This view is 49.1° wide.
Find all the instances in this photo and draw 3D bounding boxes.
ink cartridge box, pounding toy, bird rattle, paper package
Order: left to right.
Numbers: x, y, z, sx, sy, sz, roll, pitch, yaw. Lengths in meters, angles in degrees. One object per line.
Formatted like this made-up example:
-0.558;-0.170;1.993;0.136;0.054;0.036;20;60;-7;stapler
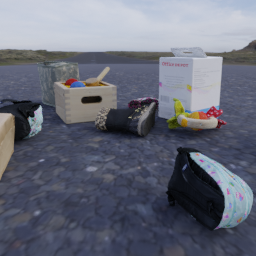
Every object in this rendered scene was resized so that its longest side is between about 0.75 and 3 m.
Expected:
-4.065;0.411;6.554;2.362;1.222;2.251;1;15;-14;paper package
-1.675;-1.553;12.246;2.760;1.962;2.541;-7;18;-23;pounding toy
2.524;-1.810;11.449;1.808;2.888;1.856;-11;20;-34;ink cartridge box
2.417;-0.223;9.708;2.064;1.163;1.683;13;16;1;bird rattle

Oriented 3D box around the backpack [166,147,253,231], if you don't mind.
1.383;1.074;4.868;0.902;1.189;1.425;-3;22;-25;backpack

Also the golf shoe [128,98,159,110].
0.845;-1.205;13.505;1.636;0.594;0.753;2;16;8;golf shoe

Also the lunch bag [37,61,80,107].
-3.644;-2.270;14.337;1.546;2.156;2.629;-21;26;-39;lunch bag

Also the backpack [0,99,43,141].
-3.600;-0.264;9.186;1.596;1.211;1.913;9;17;2;backpack

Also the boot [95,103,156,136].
0.023;-0.418;10.363;1.868;0.908;2.481;5;23;14;boot
